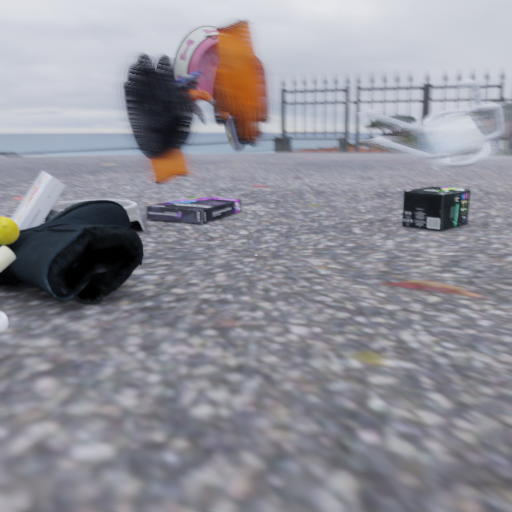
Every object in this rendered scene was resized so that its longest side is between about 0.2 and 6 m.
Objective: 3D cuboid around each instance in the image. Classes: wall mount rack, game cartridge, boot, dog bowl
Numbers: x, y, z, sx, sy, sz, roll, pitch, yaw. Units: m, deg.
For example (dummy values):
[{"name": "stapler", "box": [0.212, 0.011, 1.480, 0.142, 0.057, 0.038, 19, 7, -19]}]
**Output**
[{"name": "wall mount rack", "box": [2.440, -1.817, 7.793, 1.589, 0.682, 1.829, -18, 30, 14]}, {"name": "game cartridge", "box": [-0.451, -2.390, 10.680, 0.228, 0.741, 1.114, -22, 26, -3]}, {"name": "boot", "box": [-2.332, -0.121, 8.089, 2.255, 1.025, 2.683, 6, 21, 38]}, {"name": "dog bowl", "box": [-3.510, -0.808, 12.075, 2.143, 0.628, 2.143, -1, 13, 0]}, {"name": "dog bowl", "box": [-1.054, -4.367, 12.973, 1.708, 1.708, 0.630, -12, 38, -43]}]

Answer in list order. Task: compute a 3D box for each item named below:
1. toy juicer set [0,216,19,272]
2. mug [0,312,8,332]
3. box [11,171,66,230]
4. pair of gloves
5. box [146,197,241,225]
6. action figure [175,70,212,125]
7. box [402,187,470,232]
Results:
[{"name": "toy juicer set", "box": [-3.567, 0.171, 7.093, 1.474, 0.631, 2.317, -37, 38, -16]}, {"name": "mug", "box": [-2.863, 0.716, 5.273, 0.981, 0.725, 0.860, -15, 14, -39]}, {"name": "box", "box": [-4.593, -1.059, 11.669, 0.364, 1.377, 1.767, 34, -4, -30]}, {"name": "pair of gloves", "box": [-0.879, -2.421, 8.949, 2.416, 2.152, 0.299, -25, 41, -15]}, {"name": "box", "box": [-1.533, -1.182, 14.182, 1.565, 0.395, 2.189, 5, 15, 22]}, {"name": "action figure", "box": [-1.332, -2.794, 10.103, 1.155, 0.604, 1.117, -30, 49, -11]}, {"name": "box", "box": [4.133, -1.104, 12.846, 1.011, 0.846, 1.361, 12, 19, 43]}]
